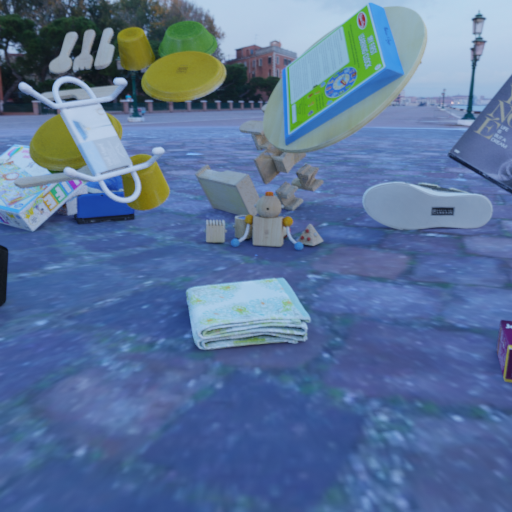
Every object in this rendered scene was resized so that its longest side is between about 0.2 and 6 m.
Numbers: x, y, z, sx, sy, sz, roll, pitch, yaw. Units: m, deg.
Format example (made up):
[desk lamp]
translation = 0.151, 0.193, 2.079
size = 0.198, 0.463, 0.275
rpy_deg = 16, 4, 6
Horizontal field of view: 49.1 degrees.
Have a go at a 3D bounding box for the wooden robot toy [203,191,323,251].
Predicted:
[wooden robot toy]
translation = 0.150, -0.742, 10.643
size = 2.266, 1.028, 0.998
rpy_deg = 4, 17, 11

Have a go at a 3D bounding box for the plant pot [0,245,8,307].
[plant pot]
translation = -3.897, 0.252, 7.251
size = 1.164, 1.162, 1.033
rpy_deg = 6, 5, 21

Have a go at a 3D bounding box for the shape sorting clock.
[shape sorting clock]
translation = 1.452, -3.057, 9.727
size = 0.634, 3.230, 3.230
rpy_deg = 37, -6, -33

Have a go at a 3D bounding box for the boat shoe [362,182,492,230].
[boat shoe]
translation = 3.590, -1.073, 12.079
size = 2.754, 0.974, 0.877
rpy_deg = 7, 16, -5

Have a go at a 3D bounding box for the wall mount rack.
[wall mount rack]
translation = -1.906, -1.422, 6.427
size = 0.640, 1.716, 1.491
rpy_deg = -29, -1, 43

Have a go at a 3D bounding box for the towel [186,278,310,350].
[towel]
translation = -0.148, 0.668, 6.979
size = 1.353, 0.381, 1.581
rpy_deg = -2, 16, -10

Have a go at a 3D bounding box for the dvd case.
[dvd case]
translation = 4.285, -1.935, 8.610
size = 1.641, 2.206, 0.176
rpy_deg = 37, -11, 19

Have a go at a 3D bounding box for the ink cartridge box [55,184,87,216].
[ink cartridge box]
translation = -4.438, -1.449, 13.388
size = 0.616, 0.837, 0.605
rpy_deg = 15, 24, 41

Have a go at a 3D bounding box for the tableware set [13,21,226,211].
[tableware set]
translation = -1.851, -2.329, 8.649
size = 2.859, 0.651, 4.244
rpy_deg = -6, 49, 2

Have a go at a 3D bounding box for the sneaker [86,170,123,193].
[sneaker]
translation = -4.114, -2.253, 15.855
size = 1.784, 0.993, 0.685
rpy_deg = 8, 18, 27

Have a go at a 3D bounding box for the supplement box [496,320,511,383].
[supplement box]
translation = 2.811, 1.001, 5.814
size = 0.495, 0.390, 0.756
rpy_deg = 4, 17, 15

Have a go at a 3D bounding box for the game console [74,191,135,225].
[game console]
translation = -3.398, -1.148, 12.533
size = 1.269, 0.751, 1.083
rpy_deg = -6, 18, -23

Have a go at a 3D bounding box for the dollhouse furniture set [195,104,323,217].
[dollhouse furniture set]
translation = 0.035, -2.137, 13.559
size = 2.452, 2.252, 1.595
rpy_deg = -44, 39, -23

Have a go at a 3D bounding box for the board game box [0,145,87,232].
[board game box]
translation = -5.339, -1.647, 12.823
size = 3.106, 0.532, 2.088
rpy_deg = 13, 53, 37
